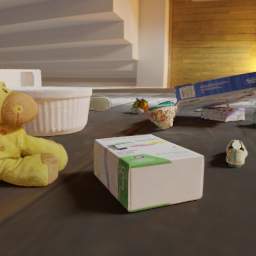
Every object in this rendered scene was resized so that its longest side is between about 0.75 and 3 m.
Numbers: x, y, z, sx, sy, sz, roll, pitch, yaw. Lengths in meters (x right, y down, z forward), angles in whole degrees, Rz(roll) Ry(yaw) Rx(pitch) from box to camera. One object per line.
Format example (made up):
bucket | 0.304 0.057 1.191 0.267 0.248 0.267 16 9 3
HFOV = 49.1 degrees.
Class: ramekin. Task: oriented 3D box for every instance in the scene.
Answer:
ramekin | -2.411 -0.572 8.355 2.726 1.269 2.726 0 11 0

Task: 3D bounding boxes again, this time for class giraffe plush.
giraffe plush | -1.923 0.021 4.361 1.850 1.501 1.597 -5 11 -28

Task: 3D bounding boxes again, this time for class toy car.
toy car | 0.591 -0.930 12.417 0.853 0.747 0.640 11 -20 49

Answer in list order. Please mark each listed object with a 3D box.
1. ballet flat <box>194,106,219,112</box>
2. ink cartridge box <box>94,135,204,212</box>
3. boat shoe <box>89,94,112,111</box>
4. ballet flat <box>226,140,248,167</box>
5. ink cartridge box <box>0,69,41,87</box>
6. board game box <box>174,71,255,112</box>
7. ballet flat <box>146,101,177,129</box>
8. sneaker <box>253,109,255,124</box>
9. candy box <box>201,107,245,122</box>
ballet flat | 3.707 -1.005 13.249 1.269 0.441 0.441 -3 10 -14
ink cartridge box | 0.203 0.540 3.992 1.048 0.608 1.448 -4 11 -22
boat shoe | -1.972 -1.272 13.651 2.383 0.852 0.712 7 11 7
ballet flat | 2.094 0.417 5.368 0.408 0.377 1.209 3 10 18
ink cartridge box | -5.081 -1.551 11.981 2.957 1.901 1.852 8 13 42
board game box | 3.141 -1.212 10.011 2.780 0.603 2.767 -9 -7 11
ballet flat | 1.148 -0.392 8.614 0.928 0.784 2.454 -11 5 18
sneaker | 5.282 -0.378 8.862 2.182 0.848 1.526 -15 17 -25
candy box | 3.548 -0.536 10.495 1.017 0.434 1.212 -5 11 -30
